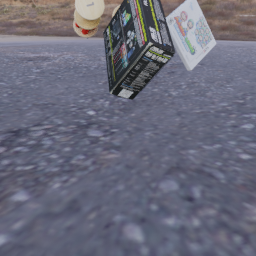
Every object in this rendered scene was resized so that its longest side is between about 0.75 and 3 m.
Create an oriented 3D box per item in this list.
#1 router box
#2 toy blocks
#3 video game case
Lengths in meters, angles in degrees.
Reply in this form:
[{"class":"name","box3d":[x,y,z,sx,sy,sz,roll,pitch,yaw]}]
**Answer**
[{"class":"router box","box3d":[0.158,-2.135,6.881,0.722,1.742,2.324,13,53,-29]},{"class":"toy blocks","box3d":[-0.917,-3.810,10.518,2.262,0.986,2.715,16,-4,-12]},{"class":"video game case","box3d":[2.226,-3.353,9.922,1.806,1.985,0.235,-46,25,-24]}]
